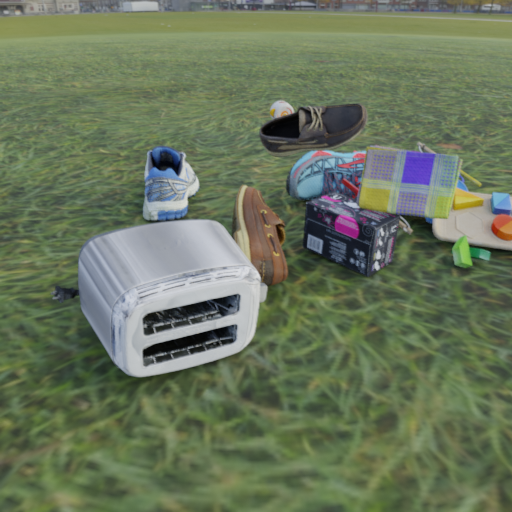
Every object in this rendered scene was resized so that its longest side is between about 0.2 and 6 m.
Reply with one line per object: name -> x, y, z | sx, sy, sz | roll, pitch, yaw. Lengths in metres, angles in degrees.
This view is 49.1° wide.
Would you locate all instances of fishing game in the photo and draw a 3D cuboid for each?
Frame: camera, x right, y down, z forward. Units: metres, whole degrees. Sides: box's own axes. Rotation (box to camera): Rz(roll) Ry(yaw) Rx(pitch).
fishing game -> 3.734, -1.639, 12.529 | 3.668, 0.570, 2.626 | -24, 57, -39

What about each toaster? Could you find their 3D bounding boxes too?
toaster -> -1.271, 0.547, 7.901 | 2.816, 1.600, 1.819 | -9, 31, -29

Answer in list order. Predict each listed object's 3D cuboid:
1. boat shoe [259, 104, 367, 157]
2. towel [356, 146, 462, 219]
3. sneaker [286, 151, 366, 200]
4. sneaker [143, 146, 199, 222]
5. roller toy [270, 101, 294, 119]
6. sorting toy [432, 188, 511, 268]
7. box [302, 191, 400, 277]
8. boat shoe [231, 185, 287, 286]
boat shoe -> 0.940, -2.188, 9.635 | 1.925, 0.717, 0.706 | -14, -16, 21
towel -> 2.634, -1.296, 9.823 | 1.665, 1.196, 0.190 | 13, -6, 23
sneaker -> 2.107, -1.805, 12.965 | 2.898, 1.149, 1.384 | -13, 32, -22
sneaker -> -1.970, -1.966, 13.038 | 1.216, 1.344, 3.155 | -2, 27, -5
roller toy -> 0.547, -3.026, 11.863 | 0.452, 0.496, 0.346 | -40, 40, 5
sorting toy -> 4.517, -0.565, 11.005 | 2.049, 0.408, 2.772 | 12, 39, 9
box -> 1.749, -0.435, 10.420 | 1.538, 1.016, 0.883 | 27, 37, 37
boat shoe -> 0.042, -0.361, 10.405 | 0.986, 1.051, 2.921 | 4, 34, -4
